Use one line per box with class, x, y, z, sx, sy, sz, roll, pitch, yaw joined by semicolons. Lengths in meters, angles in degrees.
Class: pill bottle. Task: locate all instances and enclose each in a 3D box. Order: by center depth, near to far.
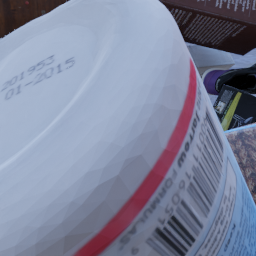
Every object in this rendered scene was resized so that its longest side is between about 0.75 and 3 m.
pill bottle;0.099;0.608;1.752;1.329;2.445;1.329;-21;41;19

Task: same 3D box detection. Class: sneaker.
sneaker;2.407;-0.885;5.364;1.841;0.697;0.806;-12;17;-10

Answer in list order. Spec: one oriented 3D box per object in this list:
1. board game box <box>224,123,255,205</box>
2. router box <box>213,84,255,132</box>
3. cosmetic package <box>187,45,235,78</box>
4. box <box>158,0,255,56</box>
board game box;2.784;0.253;2.848;2.784;1.348;2.219;-14;-4;-20
router box;1.654;0.133;4.557;0.386;1.478;1.162;18;16;-17
cosmetic package;1.060;-1.065;6.957;1.879;0.644;2.492;-11;-18;-31
box;1.329;-2.188;5.104;2.540;0.952;1.272;13;-6;-6
